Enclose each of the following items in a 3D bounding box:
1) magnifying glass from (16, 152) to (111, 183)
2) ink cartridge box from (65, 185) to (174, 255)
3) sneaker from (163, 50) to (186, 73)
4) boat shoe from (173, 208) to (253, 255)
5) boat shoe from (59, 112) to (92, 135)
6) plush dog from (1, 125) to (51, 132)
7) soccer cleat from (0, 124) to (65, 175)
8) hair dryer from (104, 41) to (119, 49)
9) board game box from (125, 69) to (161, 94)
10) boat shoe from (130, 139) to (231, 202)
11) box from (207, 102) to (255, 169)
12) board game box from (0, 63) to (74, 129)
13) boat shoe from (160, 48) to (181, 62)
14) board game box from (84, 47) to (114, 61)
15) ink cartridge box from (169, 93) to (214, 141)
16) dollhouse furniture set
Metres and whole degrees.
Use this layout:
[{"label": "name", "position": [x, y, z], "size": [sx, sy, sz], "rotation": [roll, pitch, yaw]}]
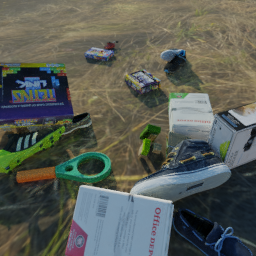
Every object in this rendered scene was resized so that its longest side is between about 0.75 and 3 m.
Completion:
[{"label": "magnifying glass", "position": [-1.800, 1.216, 8.070], "size": [2.648, 0.297, 1.054], "rotation": [-8, 40, -9]}, {"label": "ink cartridge box", "position": [-0.116, 2.137, 5.991], "size": [2.015, 0.854, 1.467], "rotation": [8, 75, 12]}, {"label": "sneaker", "position": [2.181, -3.108, 13.080], "size": [0.619, 0.692, 1.690], "rotation": [24, 45, 26]}, {"label": "boat shoe", "position": [1.839, 2.454, 6.241], "size": [1.860, 0.638, 0.783], "rotation": [20, 43, 23]}, {"label": "boat shoe", "position": [-1.949, -0.171, 9.656], "size": [1.424, 0.426, 0.509], "rotation": [-20, 43, -23]}, {"label": "plush dog", "position": [-3.416, -0.669, 9.720], "size": [1.873, 1.503, 1.609], "rotation": [5, 16, 6]}, {"label": "soccer cleat", "position": [-3.036, 0.415, 8.539], "size": [2.402, 0.811, 0.974], "rotation": [-35, 72, -32]}, {"label": "hair dryer", "position": [-0.978, -4.497, 15.236], "size": [0.706, 0.252, 0.926], "rotation": [3, 31, 32]}, {"label": "board game box", "position": [0.621, -1.989, 11.969], "size": [1.039, 0.356, 1.256], "rotation": [-23, 44, -23]}, {"label": "boat shoe", "position": [1.235, 1.147, 7.533], "size": [2.889, 1.022, 1.311], "rotation": [-9, 47, -22]}, {"label": "box", "position": [3.813, 0.099, 8.367], "size": [2.874, 1.676, 0.864], "rotation": [-15, 44, -20]}, {"label": "board game box", "position": [-2.930, -1.022, 8.439], "size": [2.290, 0.649, 1.893], "rotation": [-6, 67, -23]}, {"label": "boat shoe", "position": [2.118, -3.659, 13.980], "size": [1.515, 0.546, 0.537], "rotation": [-16, 32, -34]}, {"label": "board game box", "position": [-1.458, -3.776, 14.277], "size": [1.261, 0.217, 0.853], "rotation": [15, 41, 17]}, {"label": "ink cartridge box", "position": [2.126, -0.372, 9.607], "size": [1.400, 0.793, 1.910], "rotation": [3, 39, 4]}, {"label": "dollhouse furniture set", "position": [1.141, 0.632, 8.753], "size": [1.517, 0.761, 0.994], "rotation": [15, 59, -8]}]
